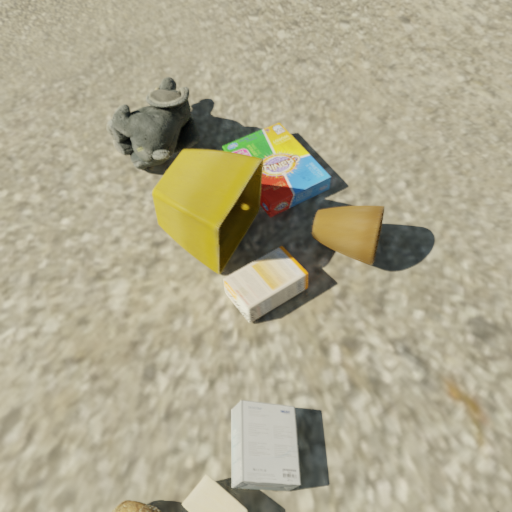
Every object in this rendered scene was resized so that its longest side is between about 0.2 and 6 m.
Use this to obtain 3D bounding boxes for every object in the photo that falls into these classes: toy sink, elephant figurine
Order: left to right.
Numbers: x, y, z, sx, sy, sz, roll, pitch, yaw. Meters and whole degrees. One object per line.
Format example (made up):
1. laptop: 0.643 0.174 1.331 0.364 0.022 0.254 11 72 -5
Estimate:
1. elephant figurine: -2.022 -3.155 12.595 1.860 1.696 2.397 46 65 -3
2. toy sink: -0.594 3.866 8.476 0.867 0.486 0.565 30 60 26

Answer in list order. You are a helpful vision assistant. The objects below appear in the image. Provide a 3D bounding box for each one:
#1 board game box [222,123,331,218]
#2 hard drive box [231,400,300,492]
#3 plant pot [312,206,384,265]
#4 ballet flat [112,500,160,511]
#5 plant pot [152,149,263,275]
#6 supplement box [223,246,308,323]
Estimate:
1. board game box: 0.432 -1.992 12.657 1.602 0.422 2.094 -27 59 -18
2. hard drive box: 0.136 3.011 8.887 0.978 0.482 1.255 13 53 -19
3. plant pot: 1.816 -0.524 11.210 1.274 1.187 1.187 13 56 14
4. ballet flat: -2.431 4.649 7.822 0.908 0.981 2.783 16 49 43
5. plant pot: -1.000 -1.035 10.995 1.592 1.805 1.805 25 63 12
6. supplement box: 0.192 0.535 10.784 1.402 0.515 0.883 -29 55 -18
